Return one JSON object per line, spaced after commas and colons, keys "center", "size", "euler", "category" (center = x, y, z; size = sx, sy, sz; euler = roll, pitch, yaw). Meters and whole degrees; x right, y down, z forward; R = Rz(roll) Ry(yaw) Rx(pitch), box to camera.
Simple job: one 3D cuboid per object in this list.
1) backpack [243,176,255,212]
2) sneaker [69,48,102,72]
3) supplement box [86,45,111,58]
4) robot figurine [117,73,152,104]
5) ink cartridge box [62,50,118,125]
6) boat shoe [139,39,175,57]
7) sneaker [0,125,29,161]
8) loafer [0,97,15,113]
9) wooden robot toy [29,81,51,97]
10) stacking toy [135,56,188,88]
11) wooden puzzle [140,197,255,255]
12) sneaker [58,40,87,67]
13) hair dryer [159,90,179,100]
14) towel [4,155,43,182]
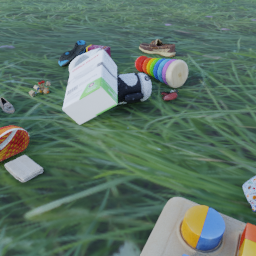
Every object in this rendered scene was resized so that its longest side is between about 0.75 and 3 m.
{"center": [3.060, 1.424, 6.223], "size": [0.695, 0.860, 0.903], "euler": [37, 25, -22], "category": "backpack"}
{"center": [-2.206, -2.976, 13.288], "size": [1.307, 1.112, 2.955], "euler": [-3, 25, 21], "category": "sneaker"}
{"center": [-1.545, -3.891, 14.757], "size": [1.173, 0.768, 0.605], "euler": [11, 35, 18], "category": "supplement box"}
{"center": [0.002, -1.514, 10.634], "size": [1.812, 1.131, 1.362], "euler": [-8, 76, -11], "category": "robot figurine"}
{"center": [-1.252, -1.449, 9.700], "size": [1.625, 0.938, 2.233], "euler": [-26, 40, 23], "category": "ink cartridge box"}
{"center": [1.662, -4.654, 15.884], "size": [2.302, 0.828, 0.830], "euler": [23, 39, 32], "category": "boat shoe"}
{"center": [-4.101, 0.680, 7.625], "size": [2.761, 1.008, 1.065], "euler": [-21, 21, -39], "category": "sneaker"}
{"center": [-4.522, -0.843, 10.380], "size": [0.353, 0.309, 0.983], "euler": [-25, 40, -34], "category": "loafer"}
{"center": [-3.476, -1.592, 11.476], "size": [0.498, 0.484, 1.098], "euler": [30, 43, 23], "category": "wooden robot toy"}
{"center": [1.347, -2.685, 12.730], "size": [1.195, 1.195, 2.800], "euler": [-21, 31, -30], "category": "stacking toy"}
{"center": [1.653, 2.468, 4.825], "size": [2.958, 0.685, 2.740], "euler": [15, 36, 22], "category": "wooden puzzle"}
{"center": [-2.799, -3.722, 14.624], "size": [0.718, 0.804, 1.963], "euler": [29, 60, 23], "category": "sneaker"}
{"center": [1.582, -1.277, 11.121], "size": [0.777, 0.277, 1.021], "euler": [-5, 18, 21], "category": "hair dryer"}
{"center": [-2.785, 1.077, 7.506], "size": [0.984, 0.170, 0.652], "euler": [27, 39, 36], "category": "towel"}
